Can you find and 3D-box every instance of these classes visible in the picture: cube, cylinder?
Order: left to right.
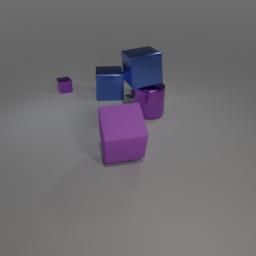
[{"bbox_3d":[-3.483,-2.353,15.391,0.700,0.700,0.700,-13,33,-22],"label":"cube"},{"bbox_3d":[-0.972,-2.360,14.686,1.400,1.400,1.400,-2,30,-5],"label":"cube"},{"bbox_3d":[-0.203,0.178,9.411,1.400,1.400,1.400,-7,54,-9],"label":"cube"},{"bbox_3d":[0.610,-2.689,12.381,1.400,1.400,1.400,-14,31,-13],"label":"cube"},{"bbox_3d":[0.975,-1.313,12.875,1.400,1.400,1.400,0,30,0],"label":"cylinder"}]
